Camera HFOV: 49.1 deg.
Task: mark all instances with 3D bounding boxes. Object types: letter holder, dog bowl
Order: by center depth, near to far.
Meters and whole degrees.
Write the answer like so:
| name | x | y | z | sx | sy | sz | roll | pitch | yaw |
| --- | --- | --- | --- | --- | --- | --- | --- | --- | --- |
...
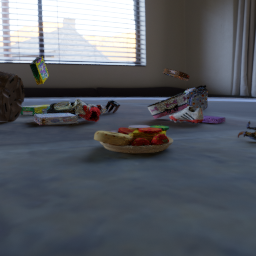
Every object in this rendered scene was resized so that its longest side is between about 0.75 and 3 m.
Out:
| name | x | y | z | sx | sy | sz | roll | pitch | yaw |
| --- | --- | --- | --- | --- | --- | --- | --- | --- | --- |
| dog bowl | 2.011 | -1.074 | 13.850 | 2.041 | 0.753 | 2.041 | -19 | 2 | 1 |
| letter holder | -1.067 | -1.221 | 17.846 | 0.616 | 0.870 | 1.224 | 33 | 13 | 3 |

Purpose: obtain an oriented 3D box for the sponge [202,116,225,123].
| name | x | y | z | sx | sy | sz | roll | pitch | yaw |
| --- | --- | --- | --- | --- | --- | --- | --- | --- | --- |
| sponge | 3.629 | -0.422 | 13.124 | 1.590 | 0.237 | 0.887 | 6 | 11 | 39 |

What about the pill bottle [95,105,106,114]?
| name | x | y | z | sx | sy | sz | roll | pitch | yaw |
| --- | --- | --- | --- | --- | --- | --- | --- | --- | --- |
| pill bottle | -1.825 | -1.072 | 16.472 | 1.018 | 0.575 | 0.575 | -5 | 10 | -27 |

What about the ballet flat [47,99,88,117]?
| name | x | y | z | sx | sy | sz | roll | pitch | yaw |
| --- | --- | --- | --- | --- | --- | --- | --- | --- | --- |
| ballet flat | -2.987 | -1.054 | 15.024 | 2.635 | 0.896 | 0.901 | -10 | -31 | -29 |

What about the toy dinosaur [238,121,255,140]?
| name | x | y | z | sx | sy | sz | roll | pitch | yaw |
| --- | --- | --- | --- | --- | --- | --- | --- | --- | --- |
| toy dinosaur | 3.970 | 0.163 | 8.180 | 1.049 | 0.607 | 1.155 | 20 | -2 | 3 |

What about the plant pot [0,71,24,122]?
| name | x | y | z | sx | sy | sz | roll | pitch | yaw |
| --- | --- | --- | --- | --- | --- | --- | --- | --- | --- |
| plant pot | -6.559 | -1.542 | 12.811 | 2.895 | 2.925 | 2.925 | 8 | 8 | 1 |

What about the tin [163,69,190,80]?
| name | x | y | z | sx | sy | sz | roll | pitch | yaw |
| --- | --- | --- | --- | --- | --- | --- | --- | --- | --- |
| tin | 2.319 | -2.580 | 13.457 | 1.365 | 0.286 | 0.764 | 23 | 12 | 36 |

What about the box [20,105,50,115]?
| name | x | y | z | sx | sy | sz | roll | pitch | yaw |
| --- | --- | --- | --- | --- | --- | --- | --- | --- | --- |
| box | -5.216 | -1.127 | 17.067 | 1.336 | 0.551 | 2.277 | 4 | 12 | 31 |

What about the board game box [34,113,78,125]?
| name | x | y | z | sx | sy | sz | roll | pitch | yaw |
| --- | --- | --- | --- | --- | --- | --- | --- | --- | --- |
| board game box | -3.302 | -0.430 | 12.745 | 1.669 | 0.343 | 1.665 | -4 | 9 | -25 |

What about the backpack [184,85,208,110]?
| name | x | y | z | sx | sy | sz | roll | pitch | yaw |
| --- | --- | --- | --- | --- | --- | --- | --- | --- | --- |
| backpack | 4.781 | -2.016 | 19.883 | 1.728 | 1.814 | 1.398 | -3 | 21 | 3 |

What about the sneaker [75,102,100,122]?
| name | x | y | z | sx | sy | sz | roll | pitch | yaw |
| --- | --- | --- | --- | --- | --- | --- | --- | --- | --- |
| sneaker | -1.702 | -0.592 | 13.067 | 0.919 | 0.834 | 2.165 | 32 | 8 | 12 |

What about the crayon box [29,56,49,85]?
| name | x | y | z | sx | sy | sz | roll | pitch | yaw |
| --- | --- | --- | --- | --- | --- | --- | --- | --- | --- |
| crayon box | -3.848 | -2.508 | 12.194 | 0.312 | 0.923 | 1.070 | -9 | 30 | 5 |

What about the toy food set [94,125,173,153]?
| name | x | y | z | sx | sy | sz | roll | pitch | yaw |
| --- | --- | --- | --- | --- | --- | --- | --- | --- | --- |
| toy food set | 0.186 | 0.247 | 7.452 | 2.013 | 0.490 | 1.993 | 1 | 8 | 9 |

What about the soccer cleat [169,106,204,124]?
| name | x | y | z | sx | sy | sz | roll | pitch | yaw |
| --- | --- | --- | --- | --- | --- | --- | --- | --- | --- |
| soccer cleat | 2.601 | -0.623 | 12.588 | 0.621 | 0.771 | 1.809 | -7 | 10 | -40 |
